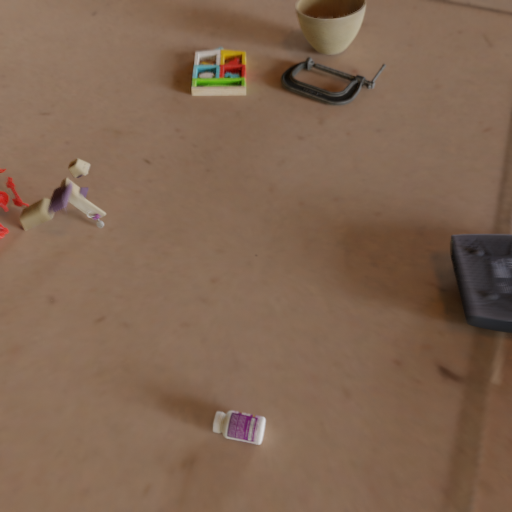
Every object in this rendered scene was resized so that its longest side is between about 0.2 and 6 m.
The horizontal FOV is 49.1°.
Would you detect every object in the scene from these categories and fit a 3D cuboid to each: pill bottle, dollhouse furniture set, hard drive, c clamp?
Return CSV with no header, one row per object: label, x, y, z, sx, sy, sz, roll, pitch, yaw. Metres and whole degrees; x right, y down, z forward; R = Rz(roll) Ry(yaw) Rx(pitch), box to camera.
pill bottle,-0.223,2.212,7.271,0.640,0.359,0.359,9,50,8
dollhouse furniture set,-3.314,-0.842,9.852,1.370,0.972,1.085,-18,50,30
hard drive,4.366,0.464,8.601,2.604,0.551,1.756,3,49,-1
c clamp,1.685,-4.039,12.781,2.076,0.281,1.773,21,57,15

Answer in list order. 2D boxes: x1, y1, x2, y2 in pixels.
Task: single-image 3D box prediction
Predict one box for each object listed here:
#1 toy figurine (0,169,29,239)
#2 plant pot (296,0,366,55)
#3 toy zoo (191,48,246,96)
toy figurine,-5.211,-0.511,9.500,1.389,1.223,2.318,-8,40,32
plant pot,1.778,-5.507,13.418,1.623,1.090,1.623,-4,47,4
toy zoo,-0.847,-4.337,13.040,1.225,0.191,1.867,0,50,0
